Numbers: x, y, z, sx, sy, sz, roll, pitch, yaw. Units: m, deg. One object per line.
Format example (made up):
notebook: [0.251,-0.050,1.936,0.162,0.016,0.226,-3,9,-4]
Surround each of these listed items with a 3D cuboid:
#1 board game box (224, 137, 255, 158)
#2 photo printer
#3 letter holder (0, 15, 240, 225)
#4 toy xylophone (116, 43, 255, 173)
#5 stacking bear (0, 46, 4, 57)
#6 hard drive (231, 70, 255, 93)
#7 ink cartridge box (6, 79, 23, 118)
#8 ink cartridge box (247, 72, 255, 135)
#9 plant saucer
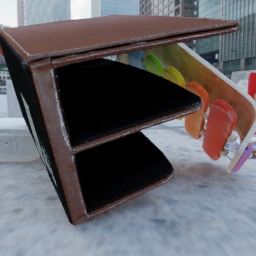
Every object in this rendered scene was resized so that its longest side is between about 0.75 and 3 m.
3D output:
board game box: [2.350,0.344,5.137,0.892,0.184,0.890,-2,9,-12]
photo printer: [-2.087,0.155,5.057,1.362,0.569,1.638,1,8,-4]
letter holder: [-0.308,-0.587,3.565,2.041,1.444,2.871,-19,29,-21]
toy xylophone: [0.857,-0.405,4.146,2.530,0.636,1.853,45,-9,31]
stacking bear: [-3.048,-1.977,7.958,0.845,0.792,1.392,0,39,-48]
hard drive: [4.667,-1.231,10.305,0.484,1.788,2.559,2,8,-15]
ink cartridge box: [-4.330,-1.254,11.537,0.845,1.472,2.027,-1,8,-9]
ink cartridge box: [4.094,-0.544,6.474,2.655,1.542,0.893,-3,9,-18]
plant saucer: [3.781,-0.530,8.393,2.742,0.485,2.742,-12,16,4]
